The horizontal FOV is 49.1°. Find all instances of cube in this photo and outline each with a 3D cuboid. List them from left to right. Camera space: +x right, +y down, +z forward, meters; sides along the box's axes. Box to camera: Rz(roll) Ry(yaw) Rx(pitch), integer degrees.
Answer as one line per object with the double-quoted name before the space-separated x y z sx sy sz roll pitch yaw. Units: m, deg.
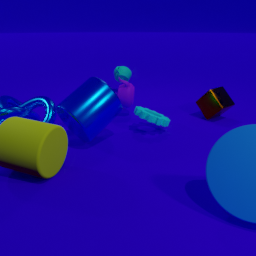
"cube" 2.907 -0.830 9.361 0.765 0.765 0.765 -17 70 -37

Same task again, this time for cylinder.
"cylinder" -2.039 0.401 5.939 1.123 1.123 1.123 11 23 16
"cylinder" -1.019 -0.488 7.423 1.264 1.264 1.264 22 60 45

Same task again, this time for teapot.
"teapot" -0.245 -2.371 12.823 0.817 1.314 0.643 -3 63 24
"teapot" -0.129 -1.162 9.600 0.672 1.372 0.853 6 45 4

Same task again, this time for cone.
"cone" 2.378 0.877 5.174 1.581 1.581 1.587 11 -7 27

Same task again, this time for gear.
"gear" 0.708 -0.346 8.291 1.071 0.198 1.071 20 13 -5

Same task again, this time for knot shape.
"knot shape" -3.245 -0.429 8.365 2.083 0.962 1.949 -9 23 -19
